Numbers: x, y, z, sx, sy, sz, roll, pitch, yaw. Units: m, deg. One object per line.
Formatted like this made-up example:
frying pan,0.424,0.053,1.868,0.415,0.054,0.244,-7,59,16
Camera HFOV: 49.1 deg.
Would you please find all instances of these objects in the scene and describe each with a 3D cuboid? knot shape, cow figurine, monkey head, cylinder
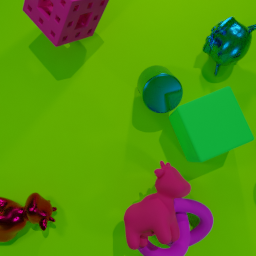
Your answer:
knot shape,0.969,2.254,6.612,1.942,0.959,2.075,-38,100,-33
cow figurine,0.557,1.583,5.837,1.614,0.886,1.589,-22,67,25
monkey head,2.630,-2.277,7.370,1.062,1.268,1.763,36,123,-6
cow figurine,-2.672,2.235,6.854,1.597,0.891,1.623,19,121,-20
cylinder,0.782,-0.994,7.079,0.988,0.988,0.988,-2,115,-5

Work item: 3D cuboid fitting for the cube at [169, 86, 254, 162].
cube,1.969,-0.026,6.951,1.359,1.359,1.359,-22,84,-3

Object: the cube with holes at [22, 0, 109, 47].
cube with holes,-1.496,-3.051,6.802,1.314,1.314,1.314,48,47,7
